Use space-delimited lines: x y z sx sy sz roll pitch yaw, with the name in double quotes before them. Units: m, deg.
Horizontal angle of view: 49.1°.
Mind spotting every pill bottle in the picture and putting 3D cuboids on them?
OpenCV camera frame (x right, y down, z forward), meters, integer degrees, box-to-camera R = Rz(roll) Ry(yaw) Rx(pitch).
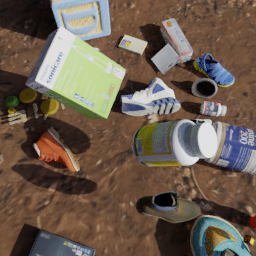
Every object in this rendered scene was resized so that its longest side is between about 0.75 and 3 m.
"pill bottle" 4.480 0.855 10.486 2.912 1.616 1.616 14 66 6
"pill bottle" 3.605 -0.794 11.830 0.960 0.574 0.574 9 66 3
"pill bottle" 1.344 0.457 8.312 1.323 2.362 1.323 8 78 -42

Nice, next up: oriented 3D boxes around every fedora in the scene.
"fedora" 3.362 -1.802 12.240 1.075 0.951 0.485 2 32 22

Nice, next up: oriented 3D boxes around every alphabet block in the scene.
"alphabet block" -2.357 -5.900 13.112 2.508 2.522 2.568 -14 66 -8

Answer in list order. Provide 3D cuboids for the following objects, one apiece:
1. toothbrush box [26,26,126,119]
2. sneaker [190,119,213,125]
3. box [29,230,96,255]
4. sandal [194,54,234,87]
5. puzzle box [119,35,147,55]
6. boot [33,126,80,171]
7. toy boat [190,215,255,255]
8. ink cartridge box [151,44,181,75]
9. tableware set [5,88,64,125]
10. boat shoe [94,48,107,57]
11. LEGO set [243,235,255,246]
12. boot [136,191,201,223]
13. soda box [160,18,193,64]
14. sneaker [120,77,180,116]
"toothbrush box" -1.622 -1.661 9.119 2.594 1.117 1.889 28 75 -32
"sneaker" 2.954 -0.160 11.594 1.190 0.476 0.439 -10 64 -6
"box" -2.308 4.549 9.377 2.050 0.523 1.616 17 67 8
"sandal" 3.865 -2.614 12.513 2.021 0.880 0.803 37 69 14
"puzzle box" 0.235 -4.019 13.546 1.188 0.151 0.790 22 68 10
"boot" -2.792 1.067 10.894 1.188 0.831 2.215 -39 63 -13
"toy boat" 3.581 3.728 9.280 2.996 1.392 2.519 -31 68 -13
"ink cartridge box" 1.751 -3.123 12.833 1.064 0.216 1.066 -39 67 18
"tableware set" -4.010 -1.050 12.095 2.492 0.382 1.678 -18 64 -7
"boat shoe" -1.907 -2.640 12.539 0.714 0.865 2.521 32 67 14
"LEGO set" 4.043 4.617 8.512 1.939 0.637 2.595 10 79 -31
"boot" 1.281 2.175 7.675 1.955 0.947 0.730 7 64 -15
"soda box" 2.271 -4.123 13.266 0.689 0.741 2.167 -18 66 -8
"sneaker" 0.885 -1.369 11.948 2.506 1.012 1.447 -1 61 -8
